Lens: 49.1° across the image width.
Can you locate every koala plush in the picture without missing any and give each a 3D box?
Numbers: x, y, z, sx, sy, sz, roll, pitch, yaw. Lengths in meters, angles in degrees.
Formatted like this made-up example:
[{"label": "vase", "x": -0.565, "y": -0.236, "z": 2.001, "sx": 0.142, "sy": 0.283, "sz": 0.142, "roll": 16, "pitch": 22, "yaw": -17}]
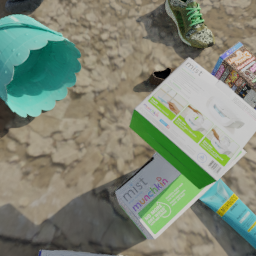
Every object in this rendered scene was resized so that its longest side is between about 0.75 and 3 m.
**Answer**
[{"label": "koala plush", "x": -4.181, "y": -5.657, "z": 11.037, "sx": 1.551, "sy": 1.497, "sz": 1.688, "roll": -10, "pitch": 68, "yaw": -17}]

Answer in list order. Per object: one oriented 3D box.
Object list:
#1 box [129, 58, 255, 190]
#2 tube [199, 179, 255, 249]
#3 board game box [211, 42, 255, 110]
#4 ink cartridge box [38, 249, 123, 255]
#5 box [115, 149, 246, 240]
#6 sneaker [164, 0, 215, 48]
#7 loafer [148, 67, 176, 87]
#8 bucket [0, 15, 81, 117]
[{"label": "box", "x": 1.276, "y": -0.119, "z": 5.365, "sx": 1.877, "sy": 0.907, "sz": 1.656, "roll": 41, "pitch": 68, "yaw": 10}, {"label": "tube", "x": 3.346, "y": 2.682, "z": 8.221, "sx": 0.982, "sy": 0.639, "sz": 2.537, "roll": -35, "pitch": 68, "yaw": -27}, {"label": "board game box", "x": 3.794, "y": -1.546, "z": 9.297, "sx": 0.933, "sy": 1.536, "sz": 1.927, "roll": -36, "pitch": 74, "yaw": -14}, {"label": "ink cartridge box", "x": -1.054, "y": 4.166, "z": 7.615, "sx": 2.915, "sy": 0.571, "sz": 1.449, "roll": 6, "pitch": 69, "yaw": 1}, {"label": "box", "x": 1.233, "y": 1.422, "z": 7.554, "sx": 2.993, "sy": 2.641, "sz": 1.447, "roll": -38, "pitch": 73, "yaw": -14}, {"label": "sneaker", "x": 2.317, "y": -4.248, "z": 10.474, "sx": 1.122, "sy": 1.293, "sz": 2.918, "roll": -26, "pitch": 71, "yaw": -10}, {"label": "loafer", "x": 1.563, "y": -1.831, "z": 9.915, "sx": 1.668, "sy": 0.592, "sz": 0.609, "roll": -12, "pitch": 69, "yaw": -5}, {"label": "bucket", "x": -3.140, "y": -1.998, "z": 8.903, "sx": 1.886, "sy": 2.899, "sz": 2.899, "roll": 40, "pitch": 74, "yaw": 18}]
